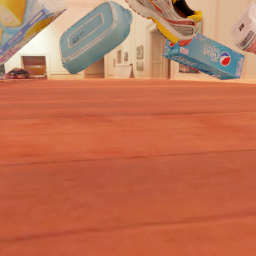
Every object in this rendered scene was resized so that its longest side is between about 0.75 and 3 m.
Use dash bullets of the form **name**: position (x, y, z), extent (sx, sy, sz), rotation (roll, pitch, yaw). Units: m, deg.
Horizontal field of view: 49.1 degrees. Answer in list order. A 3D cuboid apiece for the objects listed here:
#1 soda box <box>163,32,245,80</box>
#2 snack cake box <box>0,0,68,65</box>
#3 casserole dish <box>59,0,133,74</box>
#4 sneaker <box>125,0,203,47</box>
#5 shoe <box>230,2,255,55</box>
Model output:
- **soda box**: position (2.535, -2.365, 9.224), extent (2.658, 0.853, 0.902), rotation (15, -2, -26)
- **snack cake box**: position (-2.180, -1.991, 4.879), extent (2.014, 1.158, 0.677), rotation (-24, 18, 33)
- **casserole dish**: position (-1.131, -2.769, 8.391), extent (2.748, 1.665, 0.533), rotation (-28, -33, 23)
- **sneaker**: position (0.519, -1.955, 4.267), extent (1.482, 0.609, 0.577), rotation (39, 54, 0)
- **shoe**: position (3.393, -2.414, 7.226), extent (1.132, 0.889, 2.489), rotation (30, 39, -3)
